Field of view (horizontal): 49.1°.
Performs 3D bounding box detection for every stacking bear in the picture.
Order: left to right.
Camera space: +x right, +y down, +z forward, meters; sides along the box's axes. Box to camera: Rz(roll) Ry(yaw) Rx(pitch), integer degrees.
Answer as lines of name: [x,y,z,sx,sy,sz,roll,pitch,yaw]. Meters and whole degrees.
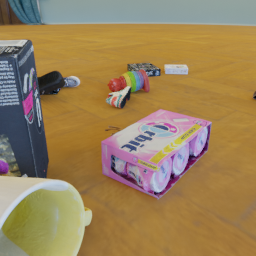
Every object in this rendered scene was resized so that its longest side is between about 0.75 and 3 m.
stacking bear: [-0.036,-1.828,11.497,1.591,0.905,0.966,-16,29,-21]

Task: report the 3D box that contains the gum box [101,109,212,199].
gum box: [0.696,0.462,6.499,1.476,0.860,2.601,18,30,33]

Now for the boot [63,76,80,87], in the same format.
boot: [-2.791,-1.931,12.187,1.358,0.494,0.614,4,31,26]

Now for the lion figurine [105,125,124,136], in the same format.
lion figurine: [-0.082,0.160,7.426,0.615,0.364,1.004,5,-5,39]

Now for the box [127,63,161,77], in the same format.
box: [0.805,-3.037,14.572,1.305,0.355,1.630,-8,26,-16]

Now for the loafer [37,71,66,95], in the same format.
loafer: [-3.302,-1.522,10.727,2.094,0.747,0.764,-10,64,21]

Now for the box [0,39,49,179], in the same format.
box: [-2.426,-0.047,5.196,1.521,2.868,1.753,-4,26,-9]

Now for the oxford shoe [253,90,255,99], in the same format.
oxford shoe: [5.469,-1.113,10.415,1.566,0.558,0.571,14,46,41]

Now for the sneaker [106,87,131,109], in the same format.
sneaker: [-0.345,-1.223,10.453,0.723,0.544,1.546,12,30,10]

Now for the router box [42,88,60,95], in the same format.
router box: [-3.368,-1.607,11.652,0.960,0.245,0.716,-1,25,-2]

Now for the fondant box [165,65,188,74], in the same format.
fondant box: [2.516,-3.082,14.702,1.149,0.335,0.829,1,25,4]

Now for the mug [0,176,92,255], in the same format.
mug: [-1.629,1.479,4.136,1.575,1.918,1.536,6,57,33]
